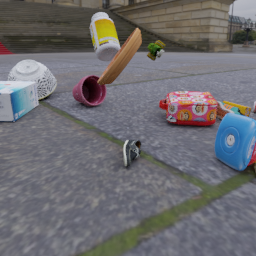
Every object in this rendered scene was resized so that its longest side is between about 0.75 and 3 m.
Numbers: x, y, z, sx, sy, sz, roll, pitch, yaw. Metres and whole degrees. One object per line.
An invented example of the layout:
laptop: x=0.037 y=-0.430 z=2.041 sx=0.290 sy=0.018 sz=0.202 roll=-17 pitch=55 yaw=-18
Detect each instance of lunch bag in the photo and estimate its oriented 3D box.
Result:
lunch bag: x=2.338 y=-0.874 z=11.280 sx=2.160 sy=1.005 sz=2.453 roll=2 pitch=19 yaw=7

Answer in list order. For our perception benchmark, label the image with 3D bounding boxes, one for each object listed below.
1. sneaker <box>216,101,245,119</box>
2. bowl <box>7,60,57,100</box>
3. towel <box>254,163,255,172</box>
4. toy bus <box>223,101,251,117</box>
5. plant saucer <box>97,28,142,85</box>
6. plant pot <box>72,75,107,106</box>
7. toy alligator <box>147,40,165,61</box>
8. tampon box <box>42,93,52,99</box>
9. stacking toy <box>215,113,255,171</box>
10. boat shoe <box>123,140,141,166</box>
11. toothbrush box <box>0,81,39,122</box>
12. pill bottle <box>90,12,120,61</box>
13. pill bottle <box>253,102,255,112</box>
sneaker: x=4.051 y=-0.618 z=11.287 sx=0.696 sy=0.622 sz=1.742 roll=3 pitch=23 yaw=-9
bowl: x=-5.091 y=-2.697 z=14.449 sx=2.600 sy=1.220 sz=2.600 roll=2 pitch=48 yaw=-2
towel: x=3.448 y=1.095 z=6.933 sx=0.569 sy=0.140 sz=0.767 roll=7 pitch=20 yaw=16
toy bus: x=4.429 y=-0.801 z=11.724 sx=0.553 sy=0.460 sz=1.412 roll=8 pitch=13 yaw=-33
plant saucer: x=-0.221 y=-2.245 z=9.152 sx=0.406 sy=2.171 sz=2.171 roll=35 pitch=14 yaw=-13
plant pot: x=-1.963 y=-1.746 z=13.457 sx=1.443 sy=1.443 sz=1.291 roll=-16 pitch=10 yaw=-39
toy alligator: x=0.806 y=-2.359 z=8.384 sx=0.415 sy=0.572 sz=1.726 roll=35 pitch=12 yaw=-8
tampon box: x=-5.115 y=-2.223 z=15.025 sx=1.777 sy=1.122 sz=1.331 roll=-2 pitch=19 yaw=-6
stacking toy: x=3.682 y=0.463 z=7.578 sx=2.333 sy=1.354 sz=1.280 roll=8 pitch=11 yaw=-21
boat shoe: x=0.115 y=0.642 z=7.706 sx=0.455 sy=0.483 sz=1.346 roll=-2 pitch=17 yaw=8
toothbrush box: x=-5.340 y=-1.230 z=12.050 sx=2.048 sy=1.193 sz=2.797 roll=1 pitch=18 yaw=3
pill bottle: x=-1.070 y=-4.134 z=12.599 sx=1.137 sy=2.082 sz=1.137 roll=-12 pitch=-21 yaw=-5
pill bottle: x=5.878 y=-0.874 z=12.115 sx=0.819 sy=0.474 sz=0.474 roll=9 pitch=21 yaw=22
